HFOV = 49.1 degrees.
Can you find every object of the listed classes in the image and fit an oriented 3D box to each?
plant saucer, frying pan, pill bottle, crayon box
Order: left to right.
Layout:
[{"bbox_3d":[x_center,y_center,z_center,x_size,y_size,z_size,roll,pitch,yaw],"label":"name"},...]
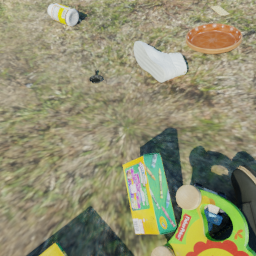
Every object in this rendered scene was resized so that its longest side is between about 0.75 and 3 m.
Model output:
[{"bbox_3d":[-1.764,3.465,4.253,2.900,0.845,1.722,-33,56,-27],"label":"crayon box"},{"bbox_3d":[-2.771,-4.827,11.862,1.301,0.711,0.711,29,54,24],"label":"pill bottle"},{"bbox_3d":[-1.134,-1.711,9.447,0.432,0.116,0.714,-18,49,-17],"label":"frying pan"},{"bbox_3d":[0.402,1.353,5.708,0.441,0.899,1.514,-2,73,-31],"label":"crayon box"},{"bbox_3d":[3.245,-3.381,10.672,2.050,0.331,2.050,-5,44,5],"label":"plant saucer"}]

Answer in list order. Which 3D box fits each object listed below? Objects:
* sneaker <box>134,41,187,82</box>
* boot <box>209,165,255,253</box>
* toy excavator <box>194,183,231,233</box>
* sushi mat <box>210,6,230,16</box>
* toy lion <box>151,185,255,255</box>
[{"bbox_3d":[1.135,-2.380,9.715,1.200,0.765,2.077,-18,54,-25],"label":"sneaker"},{"bbox_3d":[2.123,1.899,5.716,1.626,0.910,2.350,-8,47,-1],"label":"boot"},{"bbox_3d":[1.517,1.994,5.719,0.697,1.396,1.357,19,6,8],"label":"toy excavator"},{"bbox_3d":[4.200,-5.350,12.781,0.450,0.057,0.940,-14,49,-14],"label":"sushi mat"},{"bbox_3d":[1.437,2.144,4.729,1.819,0.652,1.898,21,87,36],"label":"toy lion"}]
